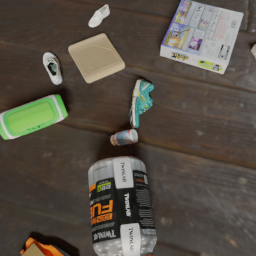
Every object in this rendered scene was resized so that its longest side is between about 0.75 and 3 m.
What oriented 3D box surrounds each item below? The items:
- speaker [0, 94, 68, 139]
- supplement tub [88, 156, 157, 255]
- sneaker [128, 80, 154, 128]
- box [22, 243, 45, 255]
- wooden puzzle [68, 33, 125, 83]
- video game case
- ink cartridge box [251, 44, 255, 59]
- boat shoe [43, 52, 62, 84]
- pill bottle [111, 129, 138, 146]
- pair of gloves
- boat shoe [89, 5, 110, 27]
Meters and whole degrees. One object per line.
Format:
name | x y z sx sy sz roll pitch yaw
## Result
speaker | -3.200 -0.387 9.423 2.194 0.970 0.970 -22 65 -11
supplement tub | -0.168 2.314 7.644 1.696 1.696 2.769 -7 63 -4
sneaker | 0.474 -0.876 9.813 0.775 0.754 1.945 14 64 -2
box | -2.549 3.650 7.614 0.778 0.083 0.636 36 70 22
wooden puzzle | -1.231 -2.733 10.969 1.671 0.336 1.807 -26 71 -12
video game case | 2.967 -3.758 11.256 2.600 0.652 2.869 20 65 10
ink cartridge box | 5.530 -3.009 11.011 1.029 0.428 0.755 -16 65 -8
boat shoe | -2.863 -2.399 10.659 0.570 0.518 1.550 -25 66 -12
pill bottle | -0.135 0.322 9.112 0.829 0.451 0.451 -13 59 29
pair of gloves | -2.399 4.232 7.470 1.932 0.268 2.168 22 66 17
boat shoe | -1.256 -4.797 11.906 0.442 0.432 1.247 30 67 14
